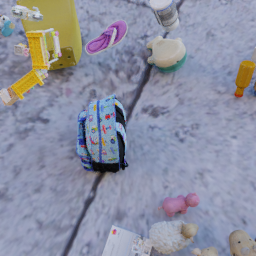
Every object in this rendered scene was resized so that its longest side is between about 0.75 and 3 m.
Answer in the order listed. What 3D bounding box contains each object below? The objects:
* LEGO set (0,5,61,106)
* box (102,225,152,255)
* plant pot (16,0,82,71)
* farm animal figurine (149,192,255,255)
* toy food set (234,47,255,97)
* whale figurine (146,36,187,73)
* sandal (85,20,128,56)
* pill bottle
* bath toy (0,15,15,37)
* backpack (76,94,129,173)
[{"bbox_3d":[-1.664,-1.162,4.978,0.845,1.838,0.684,24,30,2],"label":"LEGO set"},{"bbox_3d":[-0.010,2.583,5.930,0.943,0.194,0.735,17,64,7],"label":"box"},{"bbox_3d":[-2.044,-2.519,7.812,1.507,1.517,1.551,-12,70,-6],"label":"plant pot"},{"bbox_3d":[1.690,2.483,5.315,2.728,1.372,2.203,21,65,10],"label":"farm animal figurine"},{"bbox_3d":[3.866,-1.601,7.791,1.052,0.992,2.204,30,48,28],"label":"toy food set"},{"bbox_3d":[1.095,-2.131,8.075,1.149,0.749,1.444,-36,44,1],"label":"whale figurine"},{"bbox_3d":[-0.506,-2.170,6.788,1.207,0.297,0.491,-38,89,3],"label":"sandal"},{"bbox_3d":[0.849,-2.608,6.310,0.504,0.886,0.504,-7,71,20],"label":"pill bottle"},{"bbox_3d":[-4.165,-3.400,8.745,1.329,0.491,0.578,32,67,15],"label":"bath toy"},{"bbox_3d":[-0.581,0.106,6.319,1.140,1.694,1.547,-2,65,-1],"label":"backpack"}]
